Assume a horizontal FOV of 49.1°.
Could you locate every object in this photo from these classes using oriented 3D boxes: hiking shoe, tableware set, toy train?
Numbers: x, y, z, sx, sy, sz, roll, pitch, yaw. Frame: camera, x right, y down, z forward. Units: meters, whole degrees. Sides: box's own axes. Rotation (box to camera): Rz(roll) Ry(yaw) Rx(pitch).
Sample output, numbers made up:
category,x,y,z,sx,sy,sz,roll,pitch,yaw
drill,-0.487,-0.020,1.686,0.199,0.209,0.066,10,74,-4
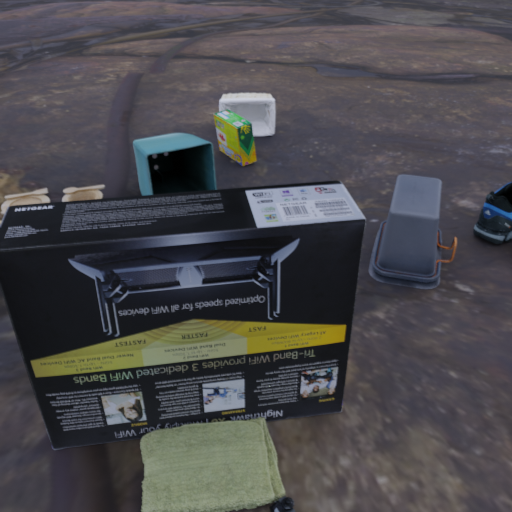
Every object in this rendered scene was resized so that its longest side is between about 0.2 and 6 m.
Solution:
category,x,y,z,sx,sy,sz,roll,pitch,yaw
hiking shoe,5.742,-1.111,11.960,2.563,1.111,0.954,-24,40,-32
tableware set,-4.607,-0.890,12.349,2.319,0.322,2.776,-4,33,-6
toy train,0.599,3.330,6.024,0.378,0.282,1.651,-19,37,-21

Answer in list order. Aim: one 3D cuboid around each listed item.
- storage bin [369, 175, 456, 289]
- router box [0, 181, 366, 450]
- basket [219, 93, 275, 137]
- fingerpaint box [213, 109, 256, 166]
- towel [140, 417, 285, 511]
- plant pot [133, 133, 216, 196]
category,x,y,z,sx,sy,sz,roll,pitch,yaw
storage bin,3.122,-0.563,10.868,1.550,1.430,2.130,10,36,14
router box,-0.814,0.810,7.181,4.058,3.191,1.060,-5,34,-8
basket,-0.278,-4.250,16.725,1.633,1.107,1.007,-1,31,-2
fingerpaint box,-0.559,-3.183,15.028,0.487,1.107,1.327,-24,39,-21
towel,-0.576,2.649,7.021,1.722,0.314,1.277,-5,34,-8
plant pot,-2.064,-2.059,13.171,1.519,1.520,2.150,-16,30,-22
